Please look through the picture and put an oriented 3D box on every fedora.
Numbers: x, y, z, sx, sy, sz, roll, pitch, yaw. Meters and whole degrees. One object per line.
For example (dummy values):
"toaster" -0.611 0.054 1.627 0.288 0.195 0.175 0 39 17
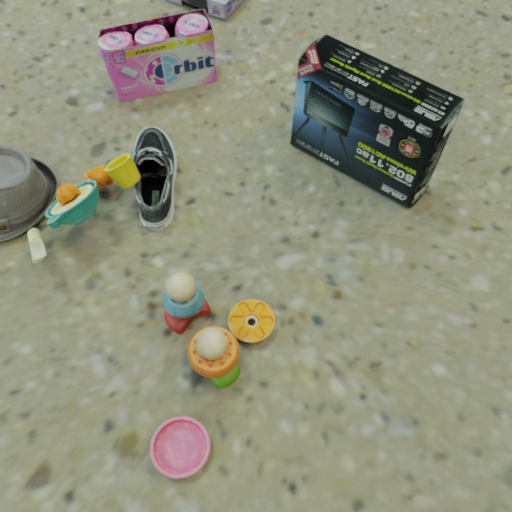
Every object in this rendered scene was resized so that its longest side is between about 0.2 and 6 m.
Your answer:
"fedora" -5.123 -1.353 10.725 2.413 1.090 2.134 -4 58 -2

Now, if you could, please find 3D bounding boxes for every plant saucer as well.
"plant saucer" -1.161 2.950 8.608 0.919 0.233 0.919 0 59 -1

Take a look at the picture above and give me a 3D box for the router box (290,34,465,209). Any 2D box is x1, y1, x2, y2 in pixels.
"router box" 2.138 -2.531 10.760 3.004 2.251 0.933 33 63 19

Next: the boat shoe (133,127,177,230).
"boat shoe" -2.063 -1.743 11.101 0.894 0.845 2.492 -3 59 -2

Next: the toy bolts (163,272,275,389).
"toy bolts" -0.689 0.938 9.209 1.750 1.271 1.833 -40 66 -21

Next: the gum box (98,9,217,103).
"gum box" -2.177 -4.400 12.395 2.457 1.395 0.813 -16 60 -9

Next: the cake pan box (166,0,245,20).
"cake pan box" -1.143 -7.077 14.552 1.876 0.533 2.037 25 62 17

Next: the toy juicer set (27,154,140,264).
"toy juicer set" -3.496 -0.992 10.310 1.677 0.717 2.636 9 49 48
